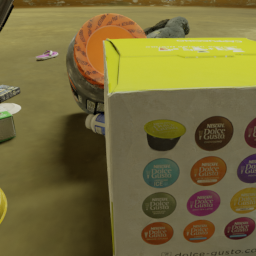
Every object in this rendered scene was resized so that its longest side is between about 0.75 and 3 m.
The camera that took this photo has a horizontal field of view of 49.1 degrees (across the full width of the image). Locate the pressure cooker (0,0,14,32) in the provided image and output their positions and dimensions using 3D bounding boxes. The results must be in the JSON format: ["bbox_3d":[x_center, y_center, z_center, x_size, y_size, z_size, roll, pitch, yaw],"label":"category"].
[{"bbox_3d":[-3.475,-3.127,6.331,1.688,1.920,1.715,24,-16,-25],"label":"pressure cooker"}]

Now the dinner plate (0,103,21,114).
[{"bbox_3d":[-3.572,-0.557,8.079,0.903,0.109,0.903,1,29,0],"label":"dinner plate"}]

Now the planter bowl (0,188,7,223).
[{"bbox_3d":[-2.470,1.003,4.138,1.318,0.549,1.318,16,33,-11],"label":"planter bowl"}]

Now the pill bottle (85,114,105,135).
[{"bbox_3d":[-0.563,-0.078,6.730,0.871,0.488,0.488,14,31,24],"label":"pill bottle"}]

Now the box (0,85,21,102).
[{"bbox_3d":[-4.073,-1.131,9.035,0.743,0.226,0.922,8,29,18],"label":"box"}]

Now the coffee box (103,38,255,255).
[{"bbox_3d":[0.939,0.125,4.133,2.531,2.507,2.535,-2,28,-5],"label":"coffee box"}]

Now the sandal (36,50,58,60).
[{"bbox_3d":[-3.892,-3.594,13.615,0.585,0.353,1.437,10,29,18],"label":"sandal"}]

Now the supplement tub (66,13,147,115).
[{"bbox_3d":[-0.485,-1.275,6.483,1.780,1.780,2.905,-5,-6,-10],"label":"supplement tub"}]

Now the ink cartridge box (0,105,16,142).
[{"bbox_3d":[-3.504,-0.146,6.716,1.067,0.615,1.462,-21,34,-35],"label":"ink cartridge box"}]

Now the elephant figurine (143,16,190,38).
[{"bbox_3d":[1.253,-1.470,7.521,1.992,2.568,1.817,-45,29,-27],"label":"elephant figurine"}]
